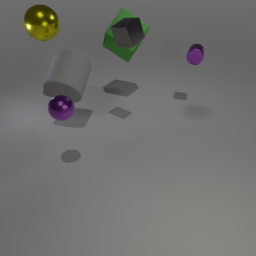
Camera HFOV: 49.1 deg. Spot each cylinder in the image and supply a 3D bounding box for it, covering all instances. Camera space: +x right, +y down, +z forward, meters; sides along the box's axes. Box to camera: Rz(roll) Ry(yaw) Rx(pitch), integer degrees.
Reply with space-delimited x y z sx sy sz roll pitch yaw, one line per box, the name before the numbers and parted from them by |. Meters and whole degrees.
cylinder | 2.864 -3.124 11.869 0.700 0.700 0.700 8 37 14
cylinder | -2.169 -1.840 10.128 1.400 1.400 1.400 7 65 12

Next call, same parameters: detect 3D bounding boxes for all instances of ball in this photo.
ball | -1.770 -0.537 7.440 0.700 0.700 0.700 0 31 0
ball | -3.452 -4.198 11.235 1.400 1.400 1.400 0 31 0

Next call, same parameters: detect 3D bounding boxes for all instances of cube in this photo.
cube | -0.120 -4.020 12.292 1.400 1.400 1.400 33 -10 -5
cube | 0.001 -3.049 8.962 0.700 0.700 0.700 18 52 41
